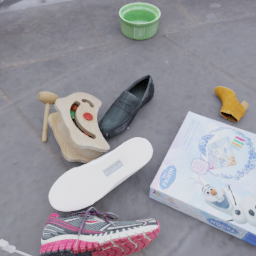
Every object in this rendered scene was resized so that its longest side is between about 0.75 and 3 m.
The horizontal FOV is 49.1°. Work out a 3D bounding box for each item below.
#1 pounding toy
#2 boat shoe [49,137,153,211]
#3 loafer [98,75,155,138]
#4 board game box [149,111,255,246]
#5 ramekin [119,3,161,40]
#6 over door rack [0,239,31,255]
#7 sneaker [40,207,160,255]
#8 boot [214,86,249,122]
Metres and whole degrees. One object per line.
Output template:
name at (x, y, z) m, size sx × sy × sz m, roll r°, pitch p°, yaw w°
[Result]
pounding toy at (-1.633, -0.013, 8.642) m, size 1.592 × 1.597 × 2.784 m, roll -6°, pitch 55°, yaw -41°
boat shoe at (-0.667, 1.203, 7.409) m, size 2.906 × 0.996 × 1.046 m, roll -37°, pitch 77°, yaw -7°
loafer at (-0.049, -0.769, 9.079) m, size 0.927 × 0.959 × 2.731 m, roll 29°, pitch 56°, yaw 22°
board game box at (2.542, 1.171, 7.677) m, size 2.983 × 0.650 × 2.997 m, roll 22°, pitch 54°, yaw 17°
ramekin at (0.506, -4.682, 12.352) m, size 1.794 × 0.876 × 1.794 m, roll 0°, pitch 51°, yaw 0°
over door rack at (-2.010, 3.442, 5.665) m, size 2.136 × 0.711 × 1.578 m, roll 26°, pitch 53°, yaw -6°
sneaker at (-0.628, 2.338, 6.446) m, size 2.742 × 1.105 × 1.024 m, roll -4°, pitch 48°, yaw -3°
boot at (3.310, -0.816, 9.425) m, size 1.353 × 0.476 × 0.969 m, roll 37°, pitch 57°, yaw 21°
